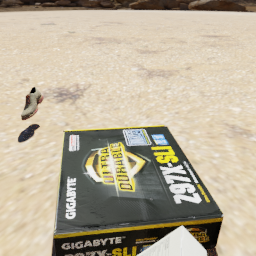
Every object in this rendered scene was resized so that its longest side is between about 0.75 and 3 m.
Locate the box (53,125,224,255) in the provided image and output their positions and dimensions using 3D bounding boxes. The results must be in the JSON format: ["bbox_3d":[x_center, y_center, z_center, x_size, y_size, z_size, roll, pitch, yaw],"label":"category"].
[{"bbox_3d":[-0.035,0.846,4.699,2.177,0.673,2.727,-1,26,-9],"label":"box"}]

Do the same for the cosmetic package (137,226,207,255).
[{"bbox_3d":[0.239,1.499,2.712,0.382,1.075,0.565,47,21,-4],"label":"cosmetic package"}]

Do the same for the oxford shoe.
[{"bbox_3d":[-2.485,-0.621,7.041,0.393,0.418,1.117,-13,37,12],"label":"oxford shoe"}]
